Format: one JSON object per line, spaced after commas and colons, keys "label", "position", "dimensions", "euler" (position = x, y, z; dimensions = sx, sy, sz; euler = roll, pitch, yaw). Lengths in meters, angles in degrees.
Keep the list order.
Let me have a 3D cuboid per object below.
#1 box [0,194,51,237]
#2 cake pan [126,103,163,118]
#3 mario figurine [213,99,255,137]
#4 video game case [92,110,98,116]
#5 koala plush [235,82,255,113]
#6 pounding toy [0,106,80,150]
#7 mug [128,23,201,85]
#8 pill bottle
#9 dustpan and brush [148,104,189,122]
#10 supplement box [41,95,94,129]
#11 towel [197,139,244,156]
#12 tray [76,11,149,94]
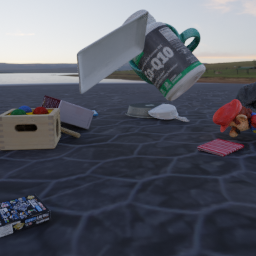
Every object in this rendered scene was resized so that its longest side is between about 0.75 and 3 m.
{"label": "box", "position": [-1.671, 1.298, 4.264], "dimensions": [0.763, 0.191, 0.769], "euler": [-8, 14, -35]}
{"label": "cake pan", "position": [1.139, -0.928, 14.234], "dimensions": [2.530, 0.464, 2.530], "euler": [0, 12, 0]}
{"label": "mario figurine", "position": [4.128, 0.016, 9.256], "dimensions": [2.643, 1.401, 1.632], "euler": [13, -22, 9]}
{"label": "video game case", "position": [-2.036, -0.756, 14.277], "dimensions": [0.858, 0.107, 1.199], "euler": [-3, 12, -13]}
{"label": "koala plush", "position": [5.823, -1.066, 11.409], "dimensions": [2.323, 2.060, 2.135], "euler": [-10, 3, -25]}
{"label": "pounding toy", "position": [-2.661, -0.187, 9.043], "dimensions": [2.175, 1.133, 2.476], "euler": [-2, 12, -6]}
{"label": "mug", "position": [1.407, -2.743, 10.973], "dimensions": [2.604, 2.139, 1.610], "euler": [14, -12, 29]}
{"label": "pill bottle", "position": [0.986, -2.289, 8.761], "dimensions": [2.675, 1.513, 1.513], "euler": [50, 28, 11]}
{"label": "dustpan and brush", "position": [1.966, -0.615, 12.629], "dimensions": [1.810, 0.518, 1.264], "euler": [11, 30, 44]}
{"label": "supplement box", "position": [-2.532, -0.680, 11.315], "dimensions": [1.378, 0.771, 2.532], "euler": [18, 0, -33]}
{"label": "towel", "position": [2.646, 0.554, 7.968], "dimensions": [1.183, 0.133, 0.855], "euler": [-13, 19, -41]}
{"label": "tray", "position": [-0.340, -1.651, 5.936], "dimensions": [0.228, 1.105, 2.058], "euler": [37, 59, 21]}
